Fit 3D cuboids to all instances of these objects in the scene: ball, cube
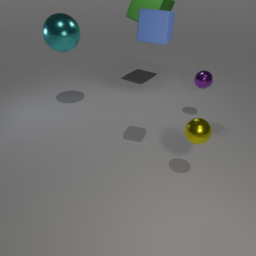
[{"bbox_3d":[1.815,0.086,7.263,0.700,0.700,0.700,0,30,0],"label":"ball"},{"bbox_3d":[-2.493,-3.567,10.525,1.400,1.400,1.400,0,30,0],"label":"ball"},{"bbox_3d":[0.659,-2.416,6.644,0.700,0.700,0.700,13,26,15],"label":"cube"},{"bbox_3d":[1.014,-5.354,12.540,1.400,1.400,1.400,33,27,17],"label":"cube"},{"bbox_3d":[2.888,-1.846,10.703,0.700,0.700,0.700,0,30,0],"label":"ball"}]
